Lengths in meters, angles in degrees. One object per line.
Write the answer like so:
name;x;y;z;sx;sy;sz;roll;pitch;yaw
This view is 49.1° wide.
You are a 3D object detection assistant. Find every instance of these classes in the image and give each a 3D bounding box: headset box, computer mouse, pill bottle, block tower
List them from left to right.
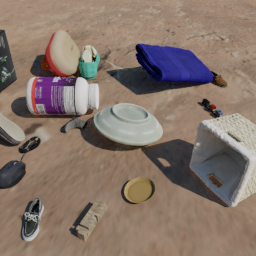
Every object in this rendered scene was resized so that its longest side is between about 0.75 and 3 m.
headset box;-5.450;-2.391;10.556;1.139;2.137;2.454;9;38;12
computer mouse;-3.001;0.845;7.817;0.605;0.351;2.064;4;37;7
pill bottle;-2.175;-1.084;9.547;2.283;1.284;1.284;1;37;1
block tower;-0.812;2.047;6.312;0.259;0.277;0.958;17;40;20

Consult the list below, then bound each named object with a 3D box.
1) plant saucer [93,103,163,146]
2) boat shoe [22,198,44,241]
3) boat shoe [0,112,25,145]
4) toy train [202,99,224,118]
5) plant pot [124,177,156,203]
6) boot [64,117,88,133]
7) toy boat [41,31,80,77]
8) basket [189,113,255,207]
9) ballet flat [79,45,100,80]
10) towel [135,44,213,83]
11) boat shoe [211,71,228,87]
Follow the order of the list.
plant saucer;0.050;-0.278;8.703;2.214;0.556;2.214;10;28;-5
boat shoe;-2.129;2.021;6.285;0.363;0.336;0.983;4;38;5
boat shoe;-4.146;-0.010;8.856;2.386;0.867;0.748;33;91;28
toy train;2.999;-0.707;9.902;0.202;0.271;1.184;-14;40;-17
plant pot;0.301;1.555;6.957;0.793;0.109;0.793;-9;38;7
boot;-1.684;-0.071;9.094;0.522;0.277;0.793;19;46;15
toy boat;-3.120;-3.091;12.314;1.600;1.597;2.448;-27;34;15
basket;2.623;0.699;6.961;1.320;1.641;1.626;-18;41;-25
ballet flat;-1.722;-3.168;12.574;0.893;0.933;2.652;-3;37;-4
towel;1.846;-2.498;11.312;2.905;0.720;2.145;-5;49;-33
boat shoe;3.690;-2.029;11.549;0.368;0.348;1.022;-21;46;-32
